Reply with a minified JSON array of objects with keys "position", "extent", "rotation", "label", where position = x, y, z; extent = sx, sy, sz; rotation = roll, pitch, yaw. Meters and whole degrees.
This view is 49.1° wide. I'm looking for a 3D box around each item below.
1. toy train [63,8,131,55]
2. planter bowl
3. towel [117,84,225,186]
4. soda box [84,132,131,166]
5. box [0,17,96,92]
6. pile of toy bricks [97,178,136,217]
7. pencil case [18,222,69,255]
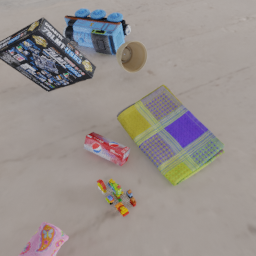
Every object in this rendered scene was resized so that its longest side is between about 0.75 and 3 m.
[{"position":[-1.341,-3.924,11.283],"extent":[2.833,1.228,1.619],"rotation":[16,56,19],"label":"toy train"},{"position":[0.033,-2.476,9.566],"extent":[1.059,1.059,0.713],"rotation":[-25,34,-22],"label":"planter bowl"},{"position":[1.094,0.078,7.546],"extent":[1.886,0.299,2.626],"rotation":[-30,64,-17],"label":"towel"},{"position":[-0.561,0.540,7.359],"extent":[1.186,0.415,0.376],"rotation":[23,25,19],"label":"soda box"},{"position":[-2.384,-1.971,8.150],"extent":[2.087,2.103,0.522],"rotation":[-11,57,35],"label":"box"},{"position":[-0.248,1.463,6.472],"extent":[0.582,0.518,1.049],"rotation":[-29,53,-26],"label":"pile of toy bricks"},{"position":[-1.713,2.469,5.087],"extent":[0.634,0.634,1.451],"rotation":[22,63,20],"label":"pencil case"}]
